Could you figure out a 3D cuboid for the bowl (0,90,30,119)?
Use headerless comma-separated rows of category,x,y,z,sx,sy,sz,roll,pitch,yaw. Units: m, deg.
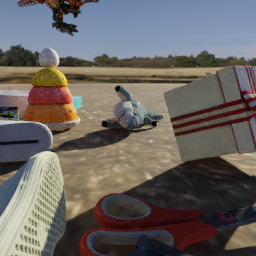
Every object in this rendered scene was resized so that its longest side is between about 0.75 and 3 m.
bowl,-3.924,-0.803,9.349,2.263,0.845,2.260,4,11,22

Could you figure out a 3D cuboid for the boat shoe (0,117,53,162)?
boat shoe,-2.500,0.215,4.377,2.490,0.898,0.883,6,-2,-28

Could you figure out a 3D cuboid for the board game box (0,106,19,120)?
board game box,-2.337,0.007,5.102,0.695,0.841,0.239,-2,43,-20

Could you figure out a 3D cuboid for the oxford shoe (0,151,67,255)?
oxford shoe,-0.809,0.672,2.001,0.578,0.752,2.000,-12,13,0

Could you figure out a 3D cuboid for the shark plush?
shark plush,0.287,-0.197,7.536,1.031,1.125,2.476,29,2,27

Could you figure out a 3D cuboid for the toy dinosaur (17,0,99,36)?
toy dinosaur,-1.622,-3.054,6.689,1.890,0.965,1.283,19,-16,12

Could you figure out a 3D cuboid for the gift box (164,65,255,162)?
gift box,1.620,-0.155,4.448,1.386,1.484,1.369,-18,2,43

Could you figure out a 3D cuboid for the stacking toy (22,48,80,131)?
stacking toy,-2.006,-1.003,7.175,1.487,2.035,1.487,0,12,0

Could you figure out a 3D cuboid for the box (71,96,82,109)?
box,-2.479,-0.964,11.111,0.829,0.495,2.015,1,11,5

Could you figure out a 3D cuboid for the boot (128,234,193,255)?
boot,0.347,0.910,1.501,0.843,0.277,0.695,16,3,21

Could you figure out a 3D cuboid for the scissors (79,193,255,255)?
scissors,0.725,0.847,2.332,2.199,0.153,0.804,3,22,-4
